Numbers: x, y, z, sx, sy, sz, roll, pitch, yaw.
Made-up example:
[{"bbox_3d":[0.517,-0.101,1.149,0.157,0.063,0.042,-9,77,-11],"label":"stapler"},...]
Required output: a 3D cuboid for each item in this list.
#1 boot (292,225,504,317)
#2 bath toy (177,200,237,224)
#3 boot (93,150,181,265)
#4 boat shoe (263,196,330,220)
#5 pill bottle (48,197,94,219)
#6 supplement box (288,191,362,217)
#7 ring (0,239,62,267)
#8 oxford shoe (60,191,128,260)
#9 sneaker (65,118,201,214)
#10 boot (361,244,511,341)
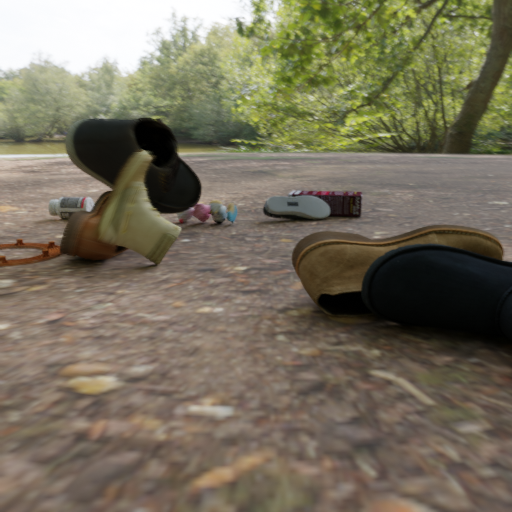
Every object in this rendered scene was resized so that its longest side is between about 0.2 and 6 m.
[{"bbox_3d":[1.871,0.275,6.811,2.743,1.010,1.035,-4,37,-12],"label":"boot"},{"bbox_3d":[-1.158,-0.947,12.475,1.405,0.611,0.519,1,40,18],"label":"bath toy"},{"bbox_3d":[-1.678,-0.743,8.706,1.188,1.528,0.556,27,-15,-19],"label":"boot"},{"bbox_3d":[0.920,-1.094,13.020,1.602,0.550,0.454,5,-20,-18],"label":"boat shoe"},{"bbox_3d":[-4.327,-1.113,13.101,0.944,0.522,0.522,2,13,4],"label":"pill bottle"},{"bbox_3d":[1.726,-1.312,13.919,1.779,0.542,0.968,2,12,12],"label":"supplement box"},{"bbox_3d":[-4.124,-0.080,9.438,1.679,0.161,1.679,0,12,0],"label":"ring"},{"bbox_3d":[-2.534,-0.454,9.836,0.963,0.964,2.702,17,19,-6],"label":"oxford shoe"},{"bbox_3d":[-1.796,-1.582,10.715,1.772,1.247,3.335,4,-10,35],"label":"sneaker"},{"bbox_3d":[2.368,0.490,5.221,2.348,0.897,1.973,5,8,-6],"label":"boot"}]
